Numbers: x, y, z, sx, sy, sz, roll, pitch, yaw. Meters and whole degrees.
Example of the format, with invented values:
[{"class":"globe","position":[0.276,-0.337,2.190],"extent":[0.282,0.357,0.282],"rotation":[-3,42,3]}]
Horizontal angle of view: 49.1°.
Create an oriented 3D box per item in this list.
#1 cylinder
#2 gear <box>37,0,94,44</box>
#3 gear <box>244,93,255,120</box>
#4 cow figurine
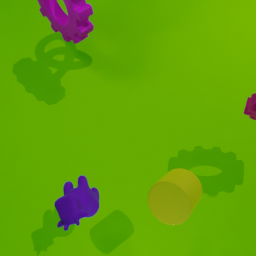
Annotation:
[{"class":"cylinder","position":[0.841,1.189,4.947],"extent":[0.770,0.770,0.770],"rotation":[6,102,28]},{"class":"gear","position":[-1.563,-2.921,6.438],"extent":[0.358,1.936,1.936],"rotation":[-40,76,-23]},{"class":"gear","position":[3.372,-0.250,5.549],"extent":[1.946,1.946,0.360],"rotation":[15,89,5]},{"class":"cow figurine","position":[-0.941,1.523,5.470],"extent":[0.651,1.187,1.168],"rotation":[-25,44,10]}]
